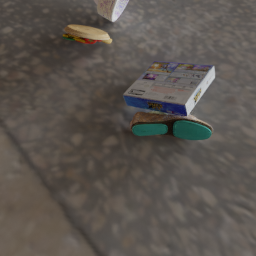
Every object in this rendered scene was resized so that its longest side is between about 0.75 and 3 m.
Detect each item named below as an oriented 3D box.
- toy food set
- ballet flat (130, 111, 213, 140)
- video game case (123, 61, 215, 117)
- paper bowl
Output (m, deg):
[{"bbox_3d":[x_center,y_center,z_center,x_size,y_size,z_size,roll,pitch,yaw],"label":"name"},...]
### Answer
[{"bbox_3d":[-1.265,-2.853,8.581,1.424,0.350,1.439,17,27,8],"label":"toy food set"},{"bbox_3d":[1.070,-0.155,6.934,2.016,0.686,0.678,6,44,3],"label":"ballet flat"},{"bbox_3d":[1.072,-1.092,7.313,1.834,0.417,1.662,14,51,36],"label":"video game case"},{"bbox_3d":[-0.473,-4.550,9.199,0.947,1.822,1.822,31,58,-3],"label":"paper bowl"}]
